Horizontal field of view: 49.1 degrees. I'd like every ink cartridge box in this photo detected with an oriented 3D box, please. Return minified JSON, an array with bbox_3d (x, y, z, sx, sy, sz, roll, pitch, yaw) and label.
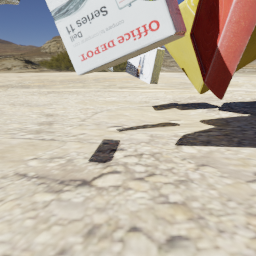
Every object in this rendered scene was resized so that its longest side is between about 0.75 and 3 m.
[{"bbox_3d":[-0.383,-2.515,4.825,1.993,2.718,1.129,-17,12,26],"label":"ink cartridge box"}]

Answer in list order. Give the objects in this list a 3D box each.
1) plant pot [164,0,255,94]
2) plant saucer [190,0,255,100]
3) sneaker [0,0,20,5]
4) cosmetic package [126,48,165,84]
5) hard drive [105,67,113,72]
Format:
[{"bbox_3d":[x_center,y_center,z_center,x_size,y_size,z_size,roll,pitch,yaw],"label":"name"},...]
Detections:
[{"bbox_3d":[2.863,-3.217,9.103,2.748,2.730,2.811,-34,-11,4],"label":"plant pot"},{"bbox_3d":[1.718,-2.094,5.412,0.415,2.259,2.255,1,49,-3],"label":"plant saucer"},{"bbox_3d":[-3.031,-2.446,5.722,1.567,0.901,0.591,0,15,-20],"label":"sneaker"},{"bbox_3d":[0.588,-2.452,10.366,0.431,1.257,1.668,-2,24,-34],"label":"cosmetic package"},{"bbox_3d":[-0.976,-2.711,9.975,0.214,1.076,1.632,-8,-6,19],"label":"hard drive"}]
